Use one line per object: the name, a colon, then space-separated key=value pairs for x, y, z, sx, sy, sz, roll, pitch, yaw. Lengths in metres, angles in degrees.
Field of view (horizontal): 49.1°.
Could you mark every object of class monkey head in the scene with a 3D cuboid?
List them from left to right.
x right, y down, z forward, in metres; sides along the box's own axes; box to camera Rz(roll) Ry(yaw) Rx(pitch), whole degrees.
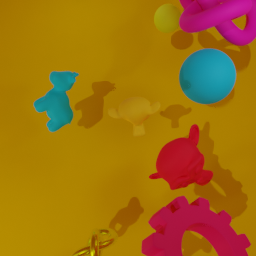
monkey head: x=0.155 y=-0.223 z=5.371 sx=1.003 sy=0.605 sz=0.722 roll=-7 pitch=76 yaw=11
monkey head: x=1.254 y=0.796 z=6.191 sx=1.675 sy=1.205 sz=1.009 roll=-53 pitch=41 yaw=19

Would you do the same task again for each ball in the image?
ball: x=1.085 y=-2.980 z=7.634 sx=0.747 sy=0.747 sz=0.747 roll=0 pitch=74 yaw=0
ball: x=1.597 y=-1.037 z=5.678 sx=1.109 sy=1.109 sz=1.109 roll=0 pitch=74 yaw=0

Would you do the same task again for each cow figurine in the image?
cow figurine: x=-1.720 y=-0.746 z=7.243 sx=1.381 sy=0.770 sz=1.404 roll=-33 pitch=116 yaw=-12

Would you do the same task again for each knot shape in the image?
knot shape: x=-0.737 y=2.619 z=6.124 sx=0.551 sy=1.116 sz=1.193 roll=41 pitch=67 yaw=12
knot shape: x=1.737 y=-2.337 z=5.556 sx=2.029 sy=0.938 sz=1.899 roll=26 pitch=37 yaw=6

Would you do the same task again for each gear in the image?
gear: x=1.139 y=1.993 z=4.243 sx=1.910 sy=0.353 sz=1.910 roll=18 pitch=45 yaw=-19
